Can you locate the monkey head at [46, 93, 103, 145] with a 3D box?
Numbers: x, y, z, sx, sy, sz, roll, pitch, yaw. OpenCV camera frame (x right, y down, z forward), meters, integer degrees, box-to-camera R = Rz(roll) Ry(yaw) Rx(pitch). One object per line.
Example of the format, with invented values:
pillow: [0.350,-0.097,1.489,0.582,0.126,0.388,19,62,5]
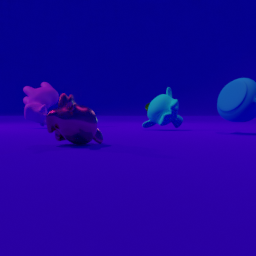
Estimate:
monkey head: [-0.691,-0.150,3.684,0.606,0.723,1.005,-7,-33,16]

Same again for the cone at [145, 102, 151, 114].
cone: [1.190,-0.601,13.448,0.910,0.914,0.910,6,41,-5]

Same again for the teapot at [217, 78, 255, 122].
teapot: [2.384,-0.540,5.938,0.754,0.957,1.539,25,-2,-26]

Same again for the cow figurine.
cow figurine: [-2.584,-0.740,8.490,1.408,0.786,1.431,36,41,23]

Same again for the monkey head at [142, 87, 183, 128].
monkey head: [0.987,-0.401,7.391,0.774,1.285,0.924,31,-5,47]
